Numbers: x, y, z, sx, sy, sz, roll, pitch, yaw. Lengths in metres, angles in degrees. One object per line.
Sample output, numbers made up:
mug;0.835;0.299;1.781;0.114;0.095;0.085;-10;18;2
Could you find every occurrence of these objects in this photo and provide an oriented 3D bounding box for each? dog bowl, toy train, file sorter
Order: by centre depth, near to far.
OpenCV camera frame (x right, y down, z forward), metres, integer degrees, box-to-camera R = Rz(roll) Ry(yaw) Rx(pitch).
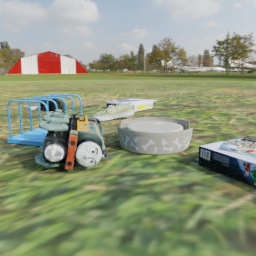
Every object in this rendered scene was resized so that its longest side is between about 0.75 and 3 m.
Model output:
toy train;-1.292;0.230;6.612;1.481;1.108;2.599;7;11;-12
dog bowl;0.725;0.171;7.699;2.139;0.627;2.139;1;12;0
file sorter;-2.447;-0.323;8.530;1.416;1.252;2.040;3;13;18

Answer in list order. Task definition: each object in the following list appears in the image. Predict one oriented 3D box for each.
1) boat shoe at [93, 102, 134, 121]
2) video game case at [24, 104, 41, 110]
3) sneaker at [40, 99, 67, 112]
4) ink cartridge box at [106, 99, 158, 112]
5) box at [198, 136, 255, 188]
boat shoe;-0.616;-0.682;11.498;1.739;0.539;0.626;-12;16;-12
video game case;-4.835;-1.137;14.951;1.110;0.130;1.009;-11;17;-40
sneaker;-3.532;-1.130;13.779;1.781;0.676;0.808;13;10;37
ink cartridge box;0.235;-1.220;14.651;1.948;0.463;1.971;9;13;42
box;2.874;0.722;5.506;1.680;0.464;2.460;-7;14;-30
